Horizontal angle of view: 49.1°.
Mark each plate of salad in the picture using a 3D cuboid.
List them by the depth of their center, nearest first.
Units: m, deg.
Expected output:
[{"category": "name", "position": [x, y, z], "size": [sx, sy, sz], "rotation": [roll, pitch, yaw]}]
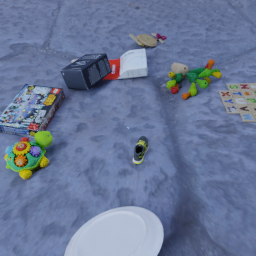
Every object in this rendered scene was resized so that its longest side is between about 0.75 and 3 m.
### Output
[{"category": "plate of salad", "position": [-0.324, 2.840, 6.807], "size": [2.496, 0.599, 2.496], "rotation": [-16, 20, 6]}]

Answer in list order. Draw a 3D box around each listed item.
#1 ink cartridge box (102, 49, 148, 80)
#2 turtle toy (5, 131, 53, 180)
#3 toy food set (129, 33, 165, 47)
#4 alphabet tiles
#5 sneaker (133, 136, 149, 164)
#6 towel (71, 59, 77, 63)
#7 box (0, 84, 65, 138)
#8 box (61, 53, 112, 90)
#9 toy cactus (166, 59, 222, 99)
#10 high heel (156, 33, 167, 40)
[{"category": "ink cartridge box", "position": [-0.174, -2.933, 12.809], "size": [2.085, 0.493, 1.669], "rotation": [-4, 45, 4]}, {"category": "turtle toy", "position": [-3.158, 0.741, 9.003], "size": [1.248, 0.866, 1.713], "rotation": [33, 54, 28]}, {"category": "toy food set", "position": [0.974, -4.538, 14.656], "size": [1.743, 0.350, 1.203], "rotation": [-15, 53, -33]}, {"category": "alphabet tiles", "position": [5.266, -1.087, 11.364], "size": [2.867, 0.091, 2.385], "rotation": [-1, 45, -1]}, {"category": "sneaker", "position": [0.457, 0.649, 9.362], "size": [0.433, 0.492, 1.163], "rotation": [9, 46, 8]}, {"category": "towel", "position": [-2.170, -3.116, 13.332], "size": [0.941, 0.162, 0.623], "rotation": [-16, 47, -15]}, {"category": "box", "position": [-3.667, -0.716, 10.715], "size": [1.685, 0.491, 2.461], "rotation": [8, 46, 8]}, {"category": "box", "position": [-1.737, -2.405, 11.832], "size": [1.272, 0.897, 1.719], "rotation": [10, 41, 37]}, {"category": "toy cactus", "position": [2.560, -2.317, 11.942], "size": [2.677, 1.369, 2.209], "rotation": [-27, 41, -13]}, {"category": "high heel", "position": [1.800, -4.916, 14.914], "size": [0.769, 0.369, 0.259], "rotation": [-12, 49, -28]}]
